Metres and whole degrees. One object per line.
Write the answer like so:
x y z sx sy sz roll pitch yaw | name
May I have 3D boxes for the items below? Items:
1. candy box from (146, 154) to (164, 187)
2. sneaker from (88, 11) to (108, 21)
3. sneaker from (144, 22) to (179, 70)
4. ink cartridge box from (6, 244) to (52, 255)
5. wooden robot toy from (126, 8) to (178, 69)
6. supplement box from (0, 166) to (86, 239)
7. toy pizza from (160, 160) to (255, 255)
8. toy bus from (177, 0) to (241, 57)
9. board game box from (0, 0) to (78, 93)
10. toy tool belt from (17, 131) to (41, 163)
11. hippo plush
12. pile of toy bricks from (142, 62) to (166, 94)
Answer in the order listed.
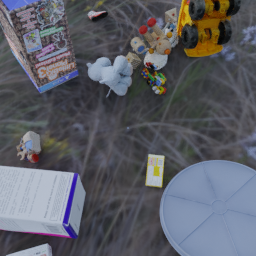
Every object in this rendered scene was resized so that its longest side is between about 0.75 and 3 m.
0.718 1.131 7.423 0.429 0.111 0.840 5 69 7 | candy box
-1.224 -4.617 11.321 0.785 0.262 0.420 -29 63 -15 | sneaker
1.177 -2.920 9.835 0.810 0.873 2.155 22 60 12 | sneaker
-2.115 3.078 6.092 0.909 0.381 0.798 -13 57 -8 | ink cartridge box
0.894 -2.727 9.055 2.371 1.045 1.076 -40 58 16 | wooden robot toy
-2.317 1.716 6.514 2.373 1.201 1.227 4 56 3 | supplement box
2.147 1.950 6.574 2.788 0.442 2.788 -10 44 10 | toy pizza
2.536 -4.071 9.781 1.608 2.369 2.275 -10 50 -11 | toy bus
-2.922 -3.070 8.629 1.450 2.995 2.387 -30 61 -19 | board game box
-2.747 0.612 7.709 0.609 0.618 0.991 -28 52 18 | toy tool belt
-0.652 -1.621 8.912 1.180 1.169 1.467 20 60 34 | hippo plush
0.974 -1.679 9.195 0.578 0.650 1.171 -8 50 -32 | pile of toy bricks
